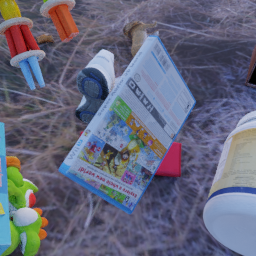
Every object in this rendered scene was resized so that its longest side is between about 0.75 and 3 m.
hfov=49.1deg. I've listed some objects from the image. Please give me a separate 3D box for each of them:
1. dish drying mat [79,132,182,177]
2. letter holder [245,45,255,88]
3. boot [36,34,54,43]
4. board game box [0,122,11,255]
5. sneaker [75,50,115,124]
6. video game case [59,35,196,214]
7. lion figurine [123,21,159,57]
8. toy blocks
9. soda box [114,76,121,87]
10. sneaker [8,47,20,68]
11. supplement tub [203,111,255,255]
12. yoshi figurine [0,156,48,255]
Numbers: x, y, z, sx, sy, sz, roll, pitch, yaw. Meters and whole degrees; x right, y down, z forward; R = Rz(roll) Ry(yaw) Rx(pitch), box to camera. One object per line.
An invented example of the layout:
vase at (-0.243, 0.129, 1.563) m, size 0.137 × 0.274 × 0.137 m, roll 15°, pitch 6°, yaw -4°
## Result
dish drying mat at (0.005, 0.732, 7.921) m, size 2.971 × 0.270 × 1.141 m, roll 7°, pitch 50°, yaw 5°
letter holder at (5.160, -2.666, 9.997) m, size 1.152 × 1.628 × 2.290 m, roll 18°, pitch 51°, yaw 15°
boot at (-3.503, -3.724, 11.842) m, size 0.605 × 0.288 × 0.782 m, roll -28°, pitch 43°, yaw -24°
board game box at (-3.390, 1.564, 5.926) m, size 0.699 × 2.247 × 2.977 m, roll 21°, pitch 33°, yaw -41°
sneaker at (-0.557, -0.676, 5.667) m, size 0.759 × 2.039 × 0.888 m, roll 24°, pitch 58°, yaw 0°
video game case at (0.221, 0.039, 5.467) m, size 0.260 × 2.094 × 2.926 m, roll 19°, pitch 71°, yaw 43°
lion figurine at (0.494, -3.464, 11.233) m, size 1.485 × 0.879 × 2.425 m, roll -6°, pitch 53°, yaw 11°
toy blocks at (-2.328, -2.616, 7.563) m, size 2.263 × 2.715 × 0.986 m, roll -20°, pitch 5°, yaw 9°
soda box at (0.035, -0.999, 9.233) m, size 0.530 × 0.571 × 1.671 m, roll -27°, pitch 54°, yaw -22°
sneaker at (-4.254, -3.112, 10.853) m, size 0.574 × 0.936 × 1.438 m, roll -6°, pitch 49°, yaw -6°
supplement tub at (3.076, 1.167, 6.276) m, size 2.127 × 2.127 × 2.945 m, roll 20°, pitch 51°, yaw 17°
yoshi figurine at (-2.811, 1.841, 6.355) m, size 1.347 × 1.352 × 2.406 m, roll -32°, pitch 57°, yaw -6°
